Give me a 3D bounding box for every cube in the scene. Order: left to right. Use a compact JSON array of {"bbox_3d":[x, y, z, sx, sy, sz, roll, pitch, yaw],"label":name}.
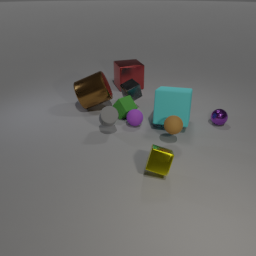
[{"bbox_3d":[-0.144,-0.915,12.372,0.700,0.700,0.700,-22,76,-39],"label":"cube"},{"bbox_3d":[0.038,-3.004,15.855,1.400,1.400,1.400,-8,29,-15],"label":"cube"},{"bbox_3d":[0.145,-1.725,12.910,0.700,0.700,0.700,-31,45,-15],"label":"cube"},{"bbox_3d":[0.982,0.987,8.717,0.700,0.700,0.700,17,9,2],"label":"cube"},{"bbox_3d":[1.878,-0.924,11.640,1.400,1.400,1.400,6,15,14],"label":"cube"}]

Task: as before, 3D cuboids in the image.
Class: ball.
[{"bbox_3d":[0.290,-0.440,11.735,0.700,0.700,0.700,0,28,0],"label":"ball"},{"bbox_3d":[1.663,-0.113,10.247,0.700,0.700,0.700,0,28,0],"label":"ball"},{"bbox_3d":[3.860,-0.465,11.848,0.700,0.700,0.700,0,28,0],"label":"ball"}]

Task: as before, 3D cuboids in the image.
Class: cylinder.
[{"bbox_3d":[-1.607,-1.756,13.079,1.400,1.400,1.400,-22,27,8],"label":"cylinder"},{"bbox_3d":[-0.768,-0.448,11.037,0.700,0.700,0.700,-7,-9,-12],"label":"cylinder"}]
